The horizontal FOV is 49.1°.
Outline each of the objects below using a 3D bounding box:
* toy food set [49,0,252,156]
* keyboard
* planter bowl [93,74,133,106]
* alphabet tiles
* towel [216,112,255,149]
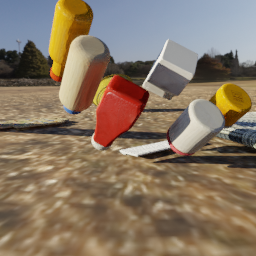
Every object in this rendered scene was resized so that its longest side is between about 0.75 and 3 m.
[{"bbox_3d":[0.102,-0.408,3.899,2.854,1.284,1.363,25,51,-7],"label":"toy food set"},{"bbox_3d":[0.624,0.310,4.907,1.621,0.086,0.456,-9,5,-39],"label":"keyboard"},{"bbox_3d":[-0.457,-1.107,10.283,1.702,1.702,0.709,-6,53,-30],"label":"planter bowl"},{"bbox_3d":[-2.642,-0.153,7.571,1.886,0.060,1.569,-9,11,-40],"label":"alphabet tiles"},{"bbox_3d":[3.031,-0.013,5.582,2.712,0.468,2.611,-1,9,-16],"label":"towel"}]
